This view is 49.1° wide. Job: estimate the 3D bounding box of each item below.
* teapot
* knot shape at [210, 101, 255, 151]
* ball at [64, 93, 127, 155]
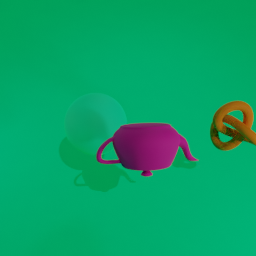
[{"bbox_3d":[0.316,0.319,4.117,1.580,0.774,0.983,-3,5,-13],"label":"teapot"},{"bbox_3d":[1.998,-0.048,5.287,1.107,1.036,0.512,10,45,41],"label":"knot shape"},{"bbox_3d":[-0.653,-0.078,5.709,1.268,1.268,1.268,0,49,0],"label":"ball"}]
